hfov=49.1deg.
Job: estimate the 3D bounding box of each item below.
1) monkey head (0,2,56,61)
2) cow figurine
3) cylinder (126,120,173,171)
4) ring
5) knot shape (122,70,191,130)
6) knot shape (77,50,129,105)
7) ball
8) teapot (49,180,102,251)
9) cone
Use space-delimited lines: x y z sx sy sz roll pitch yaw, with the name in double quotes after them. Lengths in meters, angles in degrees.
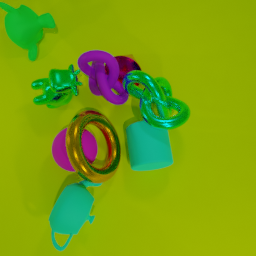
-2.726 -2.779 7.754 1.240 1.724 1.039 6 47 27 "monkey head"
-1.675 -0.983 7.009 1.445 1.469 0.806 -12 80 12 "cow figurine"
0.518 0.446 6.890 1.034 1.034 1.034 -7 72 -2 "cylinder"
-0.771 0.427 6.661 0.352 1.761 1.761 -16 68 33 "ring"
0.773 -0.703 6.992 1.834 1.716 0.847 48 112 13 "knot shape"
-0.572 -1.219 7.219 0.748 1.620 1.516 -39 87 -12 "knot shape"
-1.293 0.511 6.831 1.101 1.101 1.101 0 72 0 "ball"
-1.169 1.843 6.408 0.922 1.171 1.884 27 58 0 "teapot"
-0.008 -1.822 7.928 1.073 1.073 1.077 14 46 5 "cone"
